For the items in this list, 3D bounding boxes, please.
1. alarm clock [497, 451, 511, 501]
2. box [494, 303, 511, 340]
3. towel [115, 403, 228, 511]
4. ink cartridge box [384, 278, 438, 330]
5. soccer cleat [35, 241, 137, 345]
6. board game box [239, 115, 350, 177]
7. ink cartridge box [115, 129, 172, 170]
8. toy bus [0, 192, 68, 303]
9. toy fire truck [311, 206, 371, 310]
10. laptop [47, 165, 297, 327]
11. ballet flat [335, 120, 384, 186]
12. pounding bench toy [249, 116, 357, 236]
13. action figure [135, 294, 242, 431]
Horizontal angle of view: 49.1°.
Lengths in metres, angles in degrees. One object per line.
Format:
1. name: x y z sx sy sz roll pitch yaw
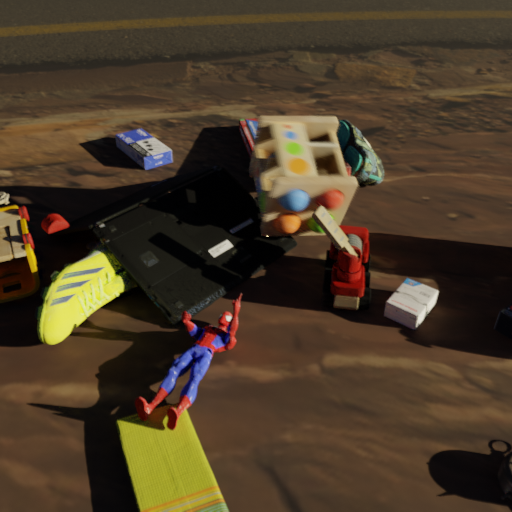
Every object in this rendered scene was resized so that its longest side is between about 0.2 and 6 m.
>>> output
1. alarm clock: 3.570 2.788 7.262 0.740 0.365 1.097 15 35 20
2. box: 4.629 1.145 9.438 0.763 0.436 0.838 -24 43 -32
3. towel: -1.068 2.920 7.221 1.032 0.217 2.399 -10 36 -22
4. ink cartridge box: 2.738 0.843 9.920 0.619 0.361 0.856 24 42 30
5. soccer cleat: -2.804 0.512 9.937 1.178 0.911 2.817 14 38 11
6. board game box: 0.856 -2.876 14.731 2.145 0.405 4.166 -4 31 -8
7. ink cartridge box: -3.045 -2.898 15.084 0.818 0.385 1.740 -23 42 -30
8. toy bus: -4.722 -0.078 10.487 2.125 1.164 2.252 12 35 19
9. toy fire truck: 1.548 -0.149 10.058 1.159 1.801 1.585 6 37 7
10. laptop: -1.804 -0.362 11.739 3.853 1.990 3.414 46 52 14
11. ballet flat: 2.580 -2.603 14.401 1.053 1.053 2.836 -3 38 -4
12. pounding bench toy: 0.799 -1.220 11.499 1.593 2.564 2.000 -2 56 -11
13. action figure: -0.900 1.342 8.508 0.788 1.195 2.414 14 30 17
